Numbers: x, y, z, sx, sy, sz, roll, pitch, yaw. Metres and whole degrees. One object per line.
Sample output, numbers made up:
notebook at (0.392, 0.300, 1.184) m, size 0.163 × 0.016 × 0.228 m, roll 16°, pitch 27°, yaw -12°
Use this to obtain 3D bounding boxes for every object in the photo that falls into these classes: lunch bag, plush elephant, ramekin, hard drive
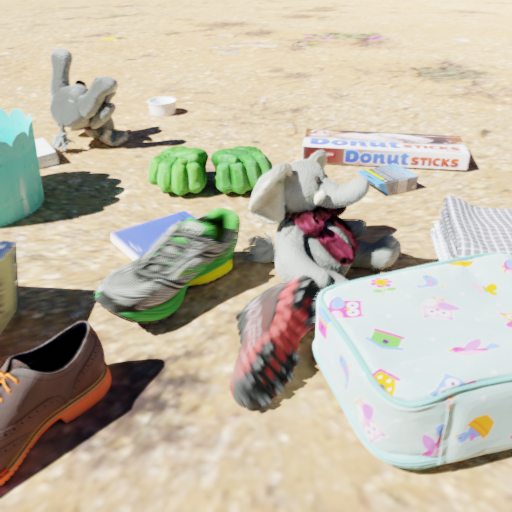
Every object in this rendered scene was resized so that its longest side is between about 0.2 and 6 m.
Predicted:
lunch bag at (2.097, 0.935, 5.921) m, size 2.768 × 1.067 × 2.220 m, roll -9°, pitch 29°, yaw -15°
plush elephant at (0.850, -0.523, 7.607) m, size 2.290 × 1.773 × 1.886 m, roll 15°, pitch 34°, yaw 26°
plush elephant at (-3.702, -3.272, 12.597) m, size 1.726 × 2.096 × 1.623 m, roll 26°, pitch 15°, yaw 16°
ramekin at (-2.465, -3.919, 14.731) m, size 0.737 × 0.359 × 0.737 m, roll 0°, pitch 31°, yaw 0°
hard drive at (-1.482, -0.318, 8.852) m, size 1.347 × 0.171 × 0.889 m, roll -22°, pitch 39°, yaw -33°

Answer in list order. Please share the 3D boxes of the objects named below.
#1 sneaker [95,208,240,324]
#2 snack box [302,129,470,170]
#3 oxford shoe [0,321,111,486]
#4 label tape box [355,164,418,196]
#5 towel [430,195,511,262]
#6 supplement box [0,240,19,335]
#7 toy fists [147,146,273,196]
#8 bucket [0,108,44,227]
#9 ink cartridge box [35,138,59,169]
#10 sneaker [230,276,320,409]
sneaker at (-1.114, 0.010, 7.321) m, size 0.937 × 1.023 × 2.402 m, roll 32°, pitch 41°, yaw 19°
snack box at (2.688, -2.278, 11.926) m, size 3.353 × 0.408 × 1.206 m, roll 4°, pitch 31°, yaw 7°
oxford shoe at (-2.425, 1.438, 5.271) m, size 0.845 × 0.861 × 2.374 m, roll 17°, pitch 35°, yaw 26°
label tape box at (2.447, -1.427, 10.610) m, size 0.968 × 0.306 × 0.698 m, roll -13°, pitch 33°, yaw -21°
towel at (3.431, -0.179, 8.066) m, size 1.501 × 0.776 × 1.813 m, roll 4°, pitch 31°, yaw 6°
supplement box at (-3.791, 0.504, 6.477) m, size 1.508 × 1.013 × 1.510 m, roll 9°, pitch 31°, yaw -4°
toy fists at (-0.857, -1.637, 10.502) m, size 2.336 × 0.803 × 1.191 m, roll 0°, pitch 31°, yaw -3°
bucket at (-4.812, -1.509, 9.596) m, size 2.306 × 1.500 × 2.306 m, roll 0°, pitch 30°, yaw 0°
ink cartridge box at (-4.919, -2.036, 11.704) m, size 1.300 × 0.307 × 1.041 m, roll -23°, pitch 38°, yaw -24°
sneaker at (0.094, 0.961, 6.339) m, size 0.861 × 0.623 × 1.762 m, roll -8°, pitch 38°, yaw 40°
